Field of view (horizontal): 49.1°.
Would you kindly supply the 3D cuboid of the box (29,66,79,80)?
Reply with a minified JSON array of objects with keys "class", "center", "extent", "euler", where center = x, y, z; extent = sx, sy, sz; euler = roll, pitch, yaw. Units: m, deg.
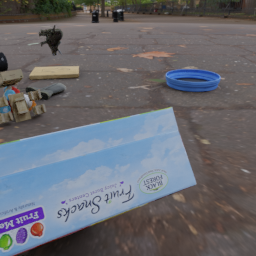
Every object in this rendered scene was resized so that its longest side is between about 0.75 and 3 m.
[{"class":"box","center":[-3.550,-2.753,13.810],"extent":[2.256,0.240,1.844],"euler":[-4,25,-7]}]

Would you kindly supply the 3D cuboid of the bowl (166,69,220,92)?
[{"class":"bowl","center":[2.765,-2.064,12.058],"extent":[2.303,0.452,2.303],"euler":[0,24,0]}]

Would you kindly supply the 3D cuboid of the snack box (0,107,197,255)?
[{"class":"snack box","center":[-1.004,0.744,3.691],"extent":[2.452,0.984,2.907],"euler":[-13,-6,-25]}]

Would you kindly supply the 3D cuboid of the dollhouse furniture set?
[{"class":"dollhouse furniture set","center":[-3.467,-0.921,8.626],"extent":[1.301,1.484,0.986],"euler":[-19,5,-33]}]

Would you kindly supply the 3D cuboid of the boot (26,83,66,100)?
[{"class":"boot","center":[-3.162,-1.508,10.864],"extent":[1.114,0.445,1.225],"euler":[20,35,8]}]

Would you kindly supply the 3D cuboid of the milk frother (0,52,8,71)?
[{"class":"milk frother","center":[-7.170,-3.245,14.121],"extent":[1.531,1.469,1.628],"euler":[-23,-10,-40]}]

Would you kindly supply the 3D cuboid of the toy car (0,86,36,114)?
[{"class":"toy car","center":[-3.552,-0.785,9.120],"extent":[1.064,0.941,0.981],"euler":[19,6,-28]}]

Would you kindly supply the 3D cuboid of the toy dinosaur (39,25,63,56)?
[{"class":"toy dinosaur","center":[-2.179,-2.684,8.155],"extent":[0.688,1.345,0.518],"euler":[-9,70,-29]}]
